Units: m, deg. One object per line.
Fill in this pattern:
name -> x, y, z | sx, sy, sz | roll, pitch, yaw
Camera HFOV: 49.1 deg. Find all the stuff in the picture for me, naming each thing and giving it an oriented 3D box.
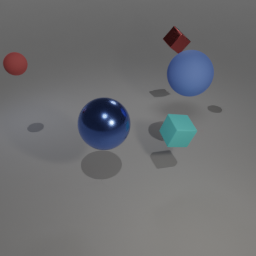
cube -> 2.033, -3.667, 11.701 | 0.700, 0.700, 0.700 | 19, 33, -45
ball -> -0.632, -0.110, 7.442 | 1.400, 1.400, 1.400 | 0, 31, 0
ball -> 1.897, -1.665, 8.570 | 1.400, 1.400, 1.400 | 0, 31, 0
ball -> -3.443, -1.960, 8.566 | 0.700, 0.700, 0.700 | 0, 31, 0
cube -> 1.456, 0.083, 8.218 | 0.700, 0.700, 0.700 | 2, 43, -25
